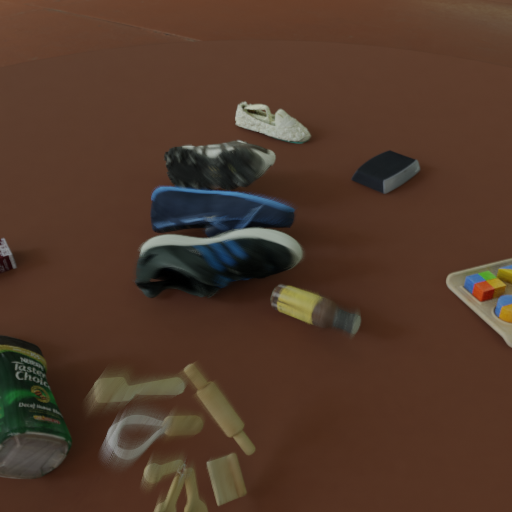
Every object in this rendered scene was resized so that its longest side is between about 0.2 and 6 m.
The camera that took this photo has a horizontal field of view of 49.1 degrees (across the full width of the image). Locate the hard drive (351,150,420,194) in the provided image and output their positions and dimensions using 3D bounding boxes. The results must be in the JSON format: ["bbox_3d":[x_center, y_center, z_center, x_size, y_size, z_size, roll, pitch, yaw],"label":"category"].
[{"bbox_3d":[3.283,-2.155,14.083,1.113,0.349,1.650,30,47,33],"label":"hard drive"}]

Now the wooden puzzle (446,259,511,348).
[{"bbox_3d":[4.761,0.714,10.265,1.761,0.440,1.901,-12,39,-16],"label":"wooden puzzle"}]

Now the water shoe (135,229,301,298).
[{"bbox_3d":[-0.696,0.296,10.442,3.098,1.108,1.222,-3,48,10],"label":"water shoe"}]

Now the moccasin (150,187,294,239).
[{"bbox_3d":[-0.721,-0.722,11.611,3.110,1.060,1.251,7,-7,24],"label":"moccasin"}]

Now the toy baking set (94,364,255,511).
[{"bbox_3d":[-0.906,2.227,6.969,0.274,2.353,1.806,-31,3,36],"label":"toy baking set"}]

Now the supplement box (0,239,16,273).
[{"bbox_3d":[-5.482,0.140,11.069,1.228,0.374,0.668,-22,43,-25],"label":"supplement box"}]

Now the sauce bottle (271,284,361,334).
[{"bbox_3d":[1.032,0.952,9.773,1.614,0.522,0.522,20,41,32],"label":"sauce bottle"}]

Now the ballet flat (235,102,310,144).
[{"bbox_3d":[0.411,-3.834,15.941,2.396,0.860,0.860,20,42,23],"label":"ballet flat"}]

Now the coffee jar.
[{"bbox_3d":[-3.413,2.056,7.951,0.890,1.088,2.087,-50,46,8],"label":"coffee jar"}]

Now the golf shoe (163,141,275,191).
[{"bbox_3d":[-0.886,-2.123,13.266,2.998,1.166,1.417,11,27,38],"label":"golf shoe"}]
